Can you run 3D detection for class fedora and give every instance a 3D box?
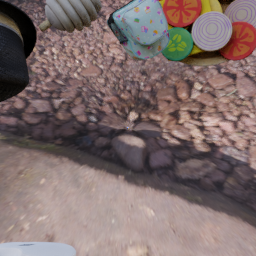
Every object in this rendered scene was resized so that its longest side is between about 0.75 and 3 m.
[{"bbox_3d":[-2.761,-1.073,4.944,2.673,2.673,1.221,-22,77,-18],"label":"fedora"}]

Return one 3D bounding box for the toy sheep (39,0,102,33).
[{"bbox_3d":[-1.064,-2.313,5.349,1.501,1.035,1.035,-42,58,0],"label":"toy sheep"}]

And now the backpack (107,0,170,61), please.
[{"bbox_3d":[0.290,-1.902,5.463,0.988,1.124,0.862,-37,25,-13],"label":"backpack"}]

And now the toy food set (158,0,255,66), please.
[{"bbox_3d":[1.830,-2.801,6.442,2.861,0.696,2.832,-14,88,13],"label":"toy food set"}]

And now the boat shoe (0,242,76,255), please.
[{"bbox_3d":[-0.844,1.222,2.425,1.136,0.408,0.385,-16,72,38],"label":"boat shoe"}]
